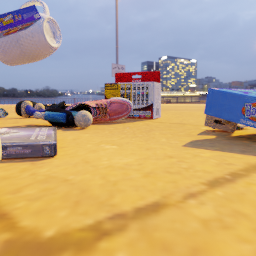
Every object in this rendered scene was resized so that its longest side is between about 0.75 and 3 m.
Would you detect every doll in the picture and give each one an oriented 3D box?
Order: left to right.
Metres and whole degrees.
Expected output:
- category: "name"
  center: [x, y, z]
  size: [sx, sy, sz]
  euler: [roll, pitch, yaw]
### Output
- category: "doll"
  center: [-2.164, -0.360, 8.567]
  size: [2.589, 0.627, 1.766]
  euler: [11, 2, 32]

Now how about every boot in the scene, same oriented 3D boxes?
- category: "boot"
  center: [-3.752, -0.877, 12.725]
  size: [1.737, 0.790, 2.068]
  euler: [-1, -2, 31]

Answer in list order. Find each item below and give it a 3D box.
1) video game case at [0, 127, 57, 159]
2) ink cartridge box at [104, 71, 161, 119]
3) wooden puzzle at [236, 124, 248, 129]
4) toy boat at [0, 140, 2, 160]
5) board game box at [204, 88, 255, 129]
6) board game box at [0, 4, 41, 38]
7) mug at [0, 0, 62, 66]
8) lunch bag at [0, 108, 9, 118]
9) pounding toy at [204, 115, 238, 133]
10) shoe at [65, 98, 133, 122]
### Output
- category: "video game case"
  center: [-2.734, 0.228, 4.702]
  size: [2.994, 0.284, 2.139]
  euler: [0, 6, -14]
- category: "ink cartridge box"
  center: [0.196, -1.474, 12.315]
  size: [2.367, 2.078, 0.992]
  euler: [2, 6, 26]
- category: "wooden puzzle"
  center: [3.020, -0.069, 8.129]
  size: [0.762, 0.176, 0.706]
  euler: [12, 13, 42]
- category: "toy boat"
  center: [-2.394, 0.183, 1.679]
  size: [2.260, 1.249, 2.689]
  euler: [8, 1, 30]
- category: "board game box"
  center: [3.413, -0.293, 5.676]
  size: [2.204, 0.652, 2.898]
  euler: [-4, 18, -33]
- category: "board game box"
  center: [-2.765, -2.251, 6.199]
  size: [1.413, 0.316, 0.950]
  euler: [-36, 22, -34]
- category: "mug"
  center: [-3.604, -3.598, 10.297]
  size: [2.121, 2.419, 1.786]
  euler: [-3, -14, 22]
- category: "lunch bag"
  center: [-5.863, -0.686, 12.578]
  size: [0.660, 0.473, 0.775]
  euler: [5, 3, 36]
- category: "pounding toy"
  center: [2.545, -0.153, 7.178]
  size: [1.077, 0.561, 1.226]
  euler: [15, 18, 25]
- category: "shoe"
  center: [-1.007, -0.558, 9.781]
  size: [2.440, 0.872, 1.110]
  euler: [-6, 8, -2]
